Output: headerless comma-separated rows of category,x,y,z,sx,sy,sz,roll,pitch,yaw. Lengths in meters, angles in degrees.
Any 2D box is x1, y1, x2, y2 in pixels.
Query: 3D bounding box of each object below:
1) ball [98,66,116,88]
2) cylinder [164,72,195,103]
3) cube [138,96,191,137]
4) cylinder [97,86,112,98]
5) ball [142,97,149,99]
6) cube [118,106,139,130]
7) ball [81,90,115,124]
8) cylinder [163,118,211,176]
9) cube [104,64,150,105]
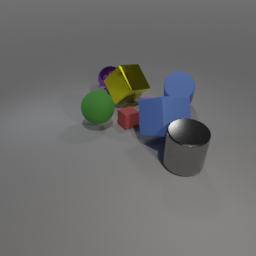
ball,-0.974,-2.740,15.608,1.400,1.400,1.400,0,29,0
cylinder,2.390,-1.726,13.225,1.400,1.400,1.400,-2,74,7
cube,1.375,-0.435,10.526,1.400,1.400,1.400,-5,4,-36
cylinder,-1.252,-1.713,14.465,0.700,0.700,0.700,-11,31,-19
ball,0.805,-0.974,12.010,0.700,0.700,0.700,0,29,0
cube,0.017,-0.444,12.179,0.700,0.700,0.700,-17,33,-28
ball,-1.257,-0.863,11.678,1.400,1.400,1.400,0,29,0
cylinder,1.917,0.635,9.287,1.400,1.400,1.400,0,39,0
cube,-0.058,-2.163,13.807,1.400,1.400,1.400,-17,-12,-44
